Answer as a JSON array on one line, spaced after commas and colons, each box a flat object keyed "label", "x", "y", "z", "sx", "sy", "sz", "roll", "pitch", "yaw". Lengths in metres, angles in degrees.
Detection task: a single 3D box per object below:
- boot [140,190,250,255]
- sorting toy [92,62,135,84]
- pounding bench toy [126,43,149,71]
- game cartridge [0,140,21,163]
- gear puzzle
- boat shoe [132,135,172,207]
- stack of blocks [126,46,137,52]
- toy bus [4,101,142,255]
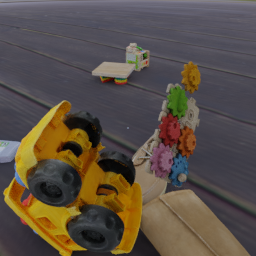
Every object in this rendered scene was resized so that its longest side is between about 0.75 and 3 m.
[{"label": "boot", "x": 0.833, "y": 2.056, "z": 3.785, "sx": 2.306, "sy": 0.871, "sz": 2.633, "roll": -2, "pitch": 28, "yaw": -31}, {"label": "sorting toy", "x": -0.558, "y": -2.263, "z": 11.678, "sx": 1.445, "sy": 0.503, "sz": 1.436, "roll": 8, "pitch": 31, "yaw": 14}, {"label": "pounding bench toy", "x": 0.482, "y": -3.387, "z": 12.935, "sx": 0.759, "sy": 1.221, "sz": 0.953, "roll": 19, "pitch": 35, "yaw": 29}, {"label": "game cartridge", "x": -3.327, "y": 0.574, "z": 6.990, "sx": 1.130, "sy": 0.229, "sz": 0.753, "roll": 4, "pitch": 33, "yaw": 7}, {"label": "gear puzzle", "x": 0.619, "y": -0.076, "z": 3.024, "sx": 0.181, "sy": 0.717, "sz": 1.385, "roll": 1, "pitch": 67, "yaw": 44}, {"label": "boat shoe", "x": 0.503, "y": 0.703, "z": 6.070, "sx": 0.957, "sy": 0.867, "sz": 2.687, "roll": 13, "pitch": 32, "yaw": 21}, {"label": "stack of blocks", "x": 0.347, "y": -4.450, "z": 15.816, "sx": 0.774, "sy": 0.227, "sz": 0.446, "roll": 13, "pitch": 32, "yaw": 22}, {"label": "toy bus", "x": -1.108, "y": 0.959, "z": 4.402, "sx": 2.086, "sy": 2.173, "sz": 1.474, "roll": -23, "pitch": 28, "yaw": 27}]
